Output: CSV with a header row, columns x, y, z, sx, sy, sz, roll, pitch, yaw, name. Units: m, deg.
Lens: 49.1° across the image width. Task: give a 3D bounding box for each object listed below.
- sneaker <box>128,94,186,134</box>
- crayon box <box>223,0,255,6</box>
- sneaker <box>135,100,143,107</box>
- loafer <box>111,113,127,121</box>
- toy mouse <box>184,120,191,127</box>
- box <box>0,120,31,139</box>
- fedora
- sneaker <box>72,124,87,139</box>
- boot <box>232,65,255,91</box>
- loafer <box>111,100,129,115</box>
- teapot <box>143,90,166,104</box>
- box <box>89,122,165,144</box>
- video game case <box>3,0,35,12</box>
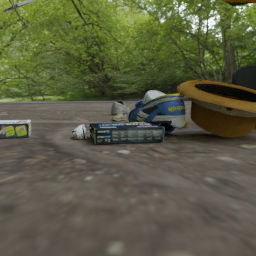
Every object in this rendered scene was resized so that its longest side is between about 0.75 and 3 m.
x,y,z,sx,sy,sz,roll,pitch,yaw,name
0.677,-0.211,7.099,0.781,0.869,2.112,-12,-6,-28,sneaker
2.414,-3.194,6.261,1.414,0.412,0.840,2,9,-42,crayon box
1.382,-1.478,18.089,1.942,0.718,0.799,1,9,14,sneaker
-0.349,-0.417,10.690,0.309,0.279,0.817,4,8,34,loafer
1.333,-0.157,8.662,1.043,0.227,1.174,1,6,5,toy mouse
-3.308,0.030,6.560,1.920,0.333,1.057,-2,7,-16,box
2.272,-0.426,6.603,2.397,0.978,2.397,7,23,-3,fedora
-1.130,0.089,6.406,0.314,0.298,0.779,-11,7,-12,sneaker
3.706,-0.804,8.886,2.934,1.016,2.554,15,-16,-23,boot
-0.350,-1.072,14.451,0.698,0.697,1.997,5,8,12,loafer
1.192,-0.874,11.805,1.393,1.017,1.375,16,33,-12,teapot
-0.076,0.083,6.100,1.451,0.334,1.154,-1,7,-12,box
-2.936,-3.317,7.558,0.811,0.073,0.581,6,37,41,video game case
